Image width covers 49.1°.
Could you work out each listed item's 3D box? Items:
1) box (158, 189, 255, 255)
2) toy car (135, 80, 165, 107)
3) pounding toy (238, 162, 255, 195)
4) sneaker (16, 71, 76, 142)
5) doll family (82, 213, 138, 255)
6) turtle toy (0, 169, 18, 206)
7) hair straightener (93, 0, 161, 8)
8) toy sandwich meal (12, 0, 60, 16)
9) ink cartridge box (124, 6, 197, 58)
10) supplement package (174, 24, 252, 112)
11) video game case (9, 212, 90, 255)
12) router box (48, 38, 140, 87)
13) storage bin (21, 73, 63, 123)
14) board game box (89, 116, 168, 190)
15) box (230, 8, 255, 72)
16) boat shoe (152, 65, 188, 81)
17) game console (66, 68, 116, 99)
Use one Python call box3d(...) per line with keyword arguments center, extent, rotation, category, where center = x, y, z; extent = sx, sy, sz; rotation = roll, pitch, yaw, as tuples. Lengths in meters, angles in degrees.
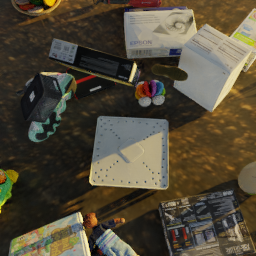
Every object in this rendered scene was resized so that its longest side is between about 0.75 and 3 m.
box3d(center=(2.081, 2.717, 7.649), extent=(2.170, 0.540, 1.711), rotation=(-10, 63, -5), category="box")
box3d(center=(0.772, -1.294, 9.594), extent=(1.056, 0.792, 0.924), rotation=(-7, 62, -4), category="toy car")
box3d(center=(3.925, 1.656, 8.113), extent=(1.058, 0.636, 1.370), rotation=(-44, 28, 11), category="pounding toy")
box3d(center=(-3.048, -0.838, 9.349), extent=(1.829, 1.016, 2.615), rotation=(16, 60, 14), category="sneaker")
box3d(center=(-1.111, 3.483, 7.006), extent=(2.953, 1.159, 1.707), rotation=(-39, 65, -24), category="doll family")
box3d(center=(-4.262, 1.615, 7.945), extent=(2.039, 1.030, 1.486), rotation=(15, 64, 8), category="turtle toy")
box3d(center=(-0.051, -5.636, 12.079), extent=(2.908, 0.595, 1.119), rotation=(-3, 54, 4), category="hair straightener")
box3d(center=(-3.891, -5.765, 11.860), extent=(2.296, 0.786, 2.296), rotation=(1, 63, -2), category="toy sandwich meal")
box3d(center=(1.251, -4.047, 11.145), extent=(2.791, 0.568, 2.796), rotation=(-3, 62, -1), category="ink cartridge box")
box3d(center=(2.612, -1.873, 9.123), extent=(1.671, 2.146, 1.190), rotation=(38, 69, 18), category="supplement package")
box3d(center=(-1.966, 3.069, 6.836), extent=(1.985, 2.180, 0.240), rotation=(-21, 109, -10), category="video game case")
box3d(center=(-0.895, -1.907, 8.479), extent=(2.385, 1.875, 0.623), rotation=(17, 96, 6), category="router box")
box3d(center=(-2.436, -0.811, 7.813), extent=(0.576, 1.228, 0.830), rotation=(9, 44, -43), category="storage bin")
box3d(center=(0.090, 0.752, 8.809), extent=(2.317, 0.300, 2.317), rotation=(3, 63, 2), category="board game box")
box3d(center=(4.565, -3.306, 10.492), extent=(1.144, 1.031, 2.033), rotation=(36, 68, 16), category="box")
box3d(center=(1.221, -1.625, 8.097), extent=(1.057, 0.378, 0.347), rotation=(15, 21, 9), category="boat shoe")
box3d(center=(-1.386, -1.824, 10.219), extent=(1.537, 0.239, 1.360), rotation=(-23, 71, -11), category="game console")
